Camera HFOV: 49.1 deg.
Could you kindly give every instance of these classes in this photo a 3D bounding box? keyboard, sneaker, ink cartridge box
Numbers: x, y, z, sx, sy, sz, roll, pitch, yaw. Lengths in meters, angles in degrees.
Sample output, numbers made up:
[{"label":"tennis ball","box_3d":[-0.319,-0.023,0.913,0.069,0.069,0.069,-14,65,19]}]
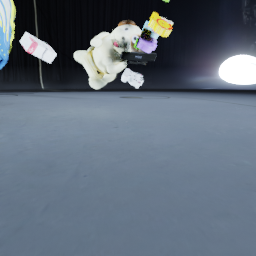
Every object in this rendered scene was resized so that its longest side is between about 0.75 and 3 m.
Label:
[{"label":"keyboard","box_3d":[0.377,-2.673,10.681,1.358,0.140,0.863,2,-18,-8]},{"label":"sneaker","box_3d":[-3.549,-2.595,7.675,0.918,1.274,2.425,-2,-32,-19]},{"label":"ink cartridge box","box_3d":[-2.674,-2.381,8.370,0.889,0.368,0.651,22,23,-51]}]

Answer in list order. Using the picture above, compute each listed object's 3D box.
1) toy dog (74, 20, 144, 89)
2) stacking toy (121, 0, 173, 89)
[{"label":"toy dog","box_3d":[-0.465,-3.264,12.228,2.768,1.992,2.855,-15,-12,-45]},{"label":"stacking toy","box_3d":[0.653,-2.577,7.877,0.611,1.960,2.599,24,45,-8]}]
